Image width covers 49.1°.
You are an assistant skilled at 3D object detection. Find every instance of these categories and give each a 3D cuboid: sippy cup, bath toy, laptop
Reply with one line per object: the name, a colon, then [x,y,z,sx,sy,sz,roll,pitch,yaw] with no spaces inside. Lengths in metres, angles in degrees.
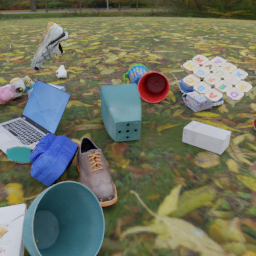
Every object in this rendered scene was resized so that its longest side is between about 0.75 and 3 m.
sippy cup: [0.649,-2.824,15.921,1.620,1.272,1.187,-34,36,17]
bath toy: [-5.956,-1.629,13.711,1.096,1.290,2.965,34,43,13]
laptop: [-4.079,-0.544,11.035,2.827,1.638,2.647,-25,36,-38]

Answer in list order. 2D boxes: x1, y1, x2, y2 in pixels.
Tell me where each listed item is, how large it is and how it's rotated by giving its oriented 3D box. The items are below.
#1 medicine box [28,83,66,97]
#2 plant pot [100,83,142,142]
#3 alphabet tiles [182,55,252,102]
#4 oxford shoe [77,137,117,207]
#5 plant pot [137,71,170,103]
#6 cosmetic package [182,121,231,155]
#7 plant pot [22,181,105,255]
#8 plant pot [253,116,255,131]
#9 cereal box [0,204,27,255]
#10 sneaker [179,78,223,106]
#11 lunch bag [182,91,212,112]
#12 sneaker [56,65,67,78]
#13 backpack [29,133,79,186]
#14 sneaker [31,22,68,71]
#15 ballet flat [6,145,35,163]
medicine box: [-4.047,-1.649,14.080,1.272,0.719,1.397,13,31,22]
plant pot: [-0.199,-0.537,11.241,1.538,1.537,2.176,-6,40,-11]
alphabet tiles: [2.856,-1.653,9.037,2.100,0.157,2.147,-35,62,-29]
oxford shoe: [-1.049,1.232,8.353,0.978,1.000,2.743,-11,30,-21]
plant pot: [1.393,-2.198,14.424,1.616,1.616,1.430,6,19,10]
cosmetic package: [2.912,0.324,10.431,1.544,0.655,0.831,21,33,33]
plant pot: [-1.574,2.168,6.167,1.202,1.784,1.784,-24,10,39]
plant pot: [5.554,-0.214,11.187,0.862,0.947,0.947,-13,30,-9]
cereal box: [-3.175,2.728,6.092,1.714,0.471,2.382,-7,29,-12]
sneaker: [3.804,-2.185,14.486,1.142,1.297,2.908,-17,32,-29]
lunch bag: [3.354,-1.365,13.541,1.009,0.756,1.190,-17,42,-25]
sneaker: [-4.336,-3.614,17.967,0.638,0.560,1.593,-12,31,-16]
backpack: [-2.372,0.987,8.534,1.183,1.146,1.410,34,35,-16]
sneaker: [-3.374,-3.281,12.037,1.050,2.394,0.906,22,39,-27]
ballet flat: [-3.216,0.886,9.640,1.783,0.640,0.640,0,28,-6]
